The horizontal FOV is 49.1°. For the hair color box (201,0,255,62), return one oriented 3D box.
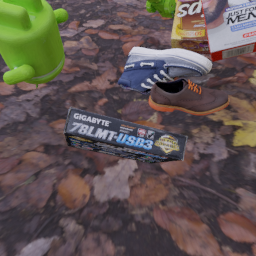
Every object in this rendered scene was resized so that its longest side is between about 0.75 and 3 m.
[{"bbox_3d":[2.147,-2.552,5.916,1.107,0.638,1.996,-11,80,18],"label":"hair color box"}]

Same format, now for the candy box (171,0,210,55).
[{"bbox_3d":[2.184,-3.409,7.796,1.580,0.765,2.708,7,77,14],"label":"candy box"}]

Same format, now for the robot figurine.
[{"bbox_3d":[-2.137,-1.883,6.104,1.329,2.298,2.016,14,63,6],"label":"robot figurine"}]

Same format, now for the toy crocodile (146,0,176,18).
[{"bbox_3d":[0.909,-4.531,9.406,0.948,0.867,2.809,20,2,36],"label":"toy crocodile"}]

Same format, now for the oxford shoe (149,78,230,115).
[{"bbox_3d":[0.678,-0.351,3.004,0.884,0.321,0.315,-1,51,-4],"label":"oxford shoe"}]

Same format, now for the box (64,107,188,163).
[{"bbox_3d":[-0.125,0.182,3.886,1.456,1.445,0.362,13,78,-7],"label":"box"}]

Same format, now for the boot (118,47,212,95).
[{"bbox_3d":[0.476,-0.753,4.032,1.424,0.518,0.643,20,85,46],"label":"boot"}]
